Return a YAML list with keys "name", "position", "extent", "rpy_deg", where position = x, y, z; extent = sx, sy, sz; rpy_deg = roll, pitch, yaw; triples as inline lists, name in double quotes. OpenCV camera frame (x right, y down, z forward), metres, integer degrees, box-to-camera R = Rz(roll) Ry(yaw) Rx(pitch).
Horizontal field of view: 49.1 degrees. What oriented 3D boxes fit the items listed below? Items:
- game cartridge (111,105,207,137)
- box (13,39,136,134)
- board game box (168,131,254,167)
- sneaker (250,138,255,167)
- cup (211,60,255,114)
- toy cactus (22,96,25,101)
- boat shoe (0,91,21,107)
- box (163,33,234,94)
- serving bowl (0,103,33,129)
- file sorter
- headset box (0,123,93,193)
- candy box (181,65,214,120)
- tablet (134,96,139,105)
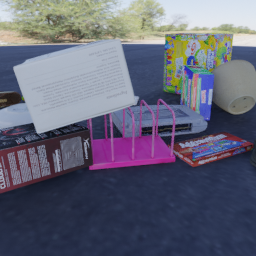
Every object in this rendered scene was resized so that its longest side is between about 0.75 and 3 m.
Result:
- name: "game cartridge"
  position: [0.995, -0.302, 9.914]
  extent: [2.971, 0.607, 1.978]
  rpy_deg: [-5, 26, -15]
- name: "box"
  position: [-1.285, -1.166, 6.894]
  extent: [2.310, 1.509, 2.297]
  rpy_deg: [-18, 19, -8]
- name: "board game box"
  position: [2.415, 0.558, 8.185]
  extent: [2.252, 0.219, 1.159]
  rpy_deg: [-11, 23, -26]
- name: "sneaker"
  position: [3.808, 0.357, 7.505]
  extent: [0.910, 1.088, 2.397]
  rpy_deg: [9, 24, 16]
- name: "cup"
  position: [4.348, -1.456, 11.363]
  extent: [2.109, 2.109, 1.508]
  rpy_deg: [-2, 50, -5]
- name: "toy cactus"
  position: [-4.391, -1.553, 13.171]
  extent: [1.278, 0.792, 1.549]
  rpy_deg: [7, 29, 44]
- name: "boat shoe"
  position: [-5.881, -1.228, 12.195]
  extent: [2.220, 0.820, 0.821]
  rpy_deg: [-2, 11, -32]
- name: "box"
  position: [3.478, -3.243, 14.221]
  extent: [2.855, 2.964, 1.808]
  rpy_deg: [17, 27, 38]
- name: "serving bowl"
  position: [-3.497, -0.305, 9.563]
  extent: [2.574, 0.847, 2.574]
  rpy_deg: [-1, 21, 0]
- name: "file sorter"
  position: [-0.002, 0.056, 7.773]
  extent: [2.296, 1.440, 1.596]
  rpy_deg: [-4, 22, -10]
- name: "headset box"
  position: [-2.474, 0.559, 6.838]
  extent: [2.629, 0.986, 1.954]
  rpy_deg: [-14, 18, -32]
- name: "candy box"
  position: [2.734, -1.487, 11.294]
  extent: [0.817, 1.794, 2.122]
  rpy_deg: [-1, 21, -2]
- name: "tablet"
  position: [0.039, -1.314, 13.246]
  extent: [0.860, 0.090, 1.321]
  rpy_deg: [3, 21, 7]
